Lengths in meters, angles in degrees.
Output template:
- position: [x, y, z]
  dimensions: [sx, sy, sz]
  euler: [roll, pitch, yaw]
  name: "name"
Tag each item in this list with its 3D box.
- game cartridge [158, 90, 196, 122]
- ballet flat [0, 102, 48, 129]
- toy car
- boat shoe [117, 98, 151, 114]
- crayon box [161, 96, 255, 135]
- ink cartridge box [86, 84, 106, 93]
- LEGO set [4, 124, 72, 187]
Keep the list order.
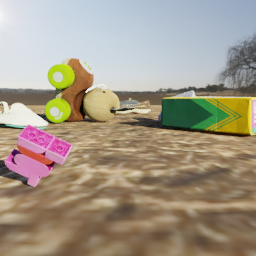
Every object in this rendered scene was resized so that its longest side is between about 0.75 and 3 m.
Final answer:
- position: [1.606, -0.708, 8.845]
  dimensions: [0.985, 0.307, 1.480]
  euler: [-20, 21, 35]
  name: "game cartridge"
- position: [-3.047, -0.333, 7.185]
  dimensions: [2.072, 0.719, 0.719]
  euler: [2, 6, 16]
  name: "ballet flat"
- position: [-0.967, -1.041, 9.053]
  dimensions: [2.633, 2.077, 2.163]
  euler: [12, 17, 6]
  name: "toy car"
- position: [0.043, -1.134, 14.488]
  dimensions: [2.238, 0.828, 0.827]
  euler: [-1, 6, -6]
  name: "boat shoe"
- position: [2.594, -0.369, 6.908]
  dimensions: [2.713, 0.791, 2.341]
  euler: [-5, 9, -39]
  name: "crayon box"
- position: [-1.890, -1.369, 13.665]
  dimensions: [1.903, 1.103, 2.628]
  euler: [-14, 6, -1]
  name: "ink cartridge box"
- position: [-1.392, 0.184, 1.985]
  dimensions: [1.730, 0.710, 0.660]
  euler: [26, 42, -4]
  name: "LEGO set"
